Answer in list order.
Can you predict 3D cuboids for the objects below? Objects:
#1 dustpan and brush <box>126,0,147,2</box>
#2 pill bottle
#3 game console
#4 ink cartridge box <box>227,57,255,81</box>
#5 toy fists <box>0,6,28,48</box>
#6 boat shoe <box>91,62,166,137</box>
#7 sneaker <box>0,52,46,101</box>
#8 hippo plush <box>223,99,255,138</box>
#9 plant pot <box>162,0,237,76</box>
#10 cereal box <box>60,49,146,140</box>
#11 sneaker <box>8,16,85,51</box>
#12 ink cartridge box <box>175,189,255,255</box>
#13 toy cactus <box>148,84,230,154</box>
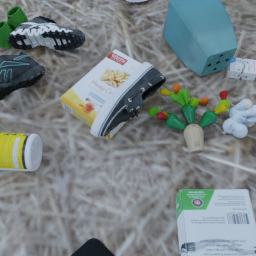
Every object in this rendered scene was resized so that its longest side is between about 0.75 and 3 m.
[{"bbox_3d":[0.828,-5.661,11.343,2.339,0.669,1.632,-11,58,1],"label":"dustpan and brush"},{"bbox_3d":[-3.201,0.603,7.220,1.742,0.969,0.969,1,59,1],"label":"pill bottle"},{"bbox_3d":[-0.746,3.814,5.700,2.189,1.274,1.925,38,96,21],"label":"game console"},{"bbox_3d":[3.703,-1.930,9.120,0.867,0.366,0.633,8,59,5],"label":"ink cartridge box"},{"bbox_3d":[-4.102,-3.483,9.821,0.558,0.827,1.622,12,58,22],"label":"toy fists"},{"bbox_3d":[0.085,-0.734,7.508,0.791,0.959,2.794,34,62,9],"label":"boat shoe"},{"bbox_3d":[-3.634,-1.453,8.115,1.024,0.974,2.583,51,42,-4],"label":"sneaker"},{"bbox_3d":[3.064,-0.255,7.788,1.123,0.895,0.903,32,63,18],"label":"hippo plush"},{"bbox_3d":[2.398,-2.964,9.085,1.605,1.606,2.272,-18,65,-11],"label":"plant pot"},{"bbox_3d":[-0.469,-1.132,8.528,1.889,0.519,2.626,33,64,17],"label":"cereal box"},{"bbox_3d":[-2.677,-3.286,9.479,2.648,0.880,1.198,3,60,11],"label":"sneaker"},{"bbox_3d":[1.932,2.505,6.086,1.585,0.898,2.162,1,59,0],"label":"ink cartridge box"},{"bbox_3d":[1.813,-0.288,7.811,2.353,1.203,1.941,-2,68,-11],"label":"toy cactus"}]
